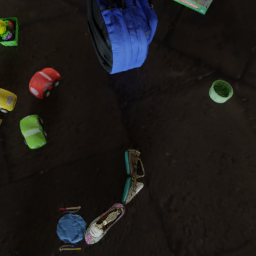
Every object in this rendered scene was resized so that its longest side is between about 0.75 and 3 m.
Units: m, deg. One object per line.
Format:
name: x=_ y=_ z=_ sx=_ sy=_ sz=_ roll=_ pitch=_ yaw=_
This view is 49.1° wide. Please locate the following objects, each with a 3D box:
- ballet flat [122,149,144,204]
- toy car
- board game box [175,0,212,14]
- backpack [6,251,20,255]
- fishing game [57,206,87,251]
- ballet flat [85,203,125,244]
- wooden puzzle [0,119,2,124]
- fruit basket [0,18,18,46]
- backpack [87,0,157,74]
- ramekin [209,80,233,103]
ballet flat: x=0.216 y=1.606 z=9.287 sx=0.685 sy=0.617 sz=1.818 roll=7 pitch=72 yaw=-12
toy car: x=-3.542 y=-0.633 z=9.809 sx=2.923 sy=0.652 sz=2.750 roll=-21 pitch=76 yaw=-5
board game box: x=2.906 y=-6.195 z=11.417 sx=1.913 sy=0.414 sz=2.843 roll=28 pitch=77 yaw=6
backpack: x=-3.456 y=4.765 z=8.190 sx=1.367 sy=1.288 sz=1.676 roll=-33 pitch=58 yaw=-11
fishing game: x=-1.805 y=3.227 z=9.036 sx=0.955 sy=0.207 sz=1.334 roll=-5 pitch=82 yaw=-2
ballet flat: x=-0.752 y=3.014 z=8.885 sx=1.626 sy=0.578 sz=0.562 roll=-41 pitch=79 yaw=-10
wooden puzzle: x=-5.178 y=0.194 z=9.845 sx=0.995 sy=0.173 sz=1.475 roll=22 pitch=77 yaw=6
fruit basket: x=-4.574 y=-3.689 z=10.435 sx=0.794 sy=1.101 sz=1.101 roll=-3 pitch=75 yaw=-1
backpack: x=-0.160 y=-3.482 z=9.750 sx=2.330 sy=2.256 sz=2.776 roll=-13 pitch=75 yaw=-6
ramekin: x=3.255 y=-1.265 z=9.876 sx=0.772 sy=0.377 sz=0.772 roll=6 pitch=61 yaw=-11
